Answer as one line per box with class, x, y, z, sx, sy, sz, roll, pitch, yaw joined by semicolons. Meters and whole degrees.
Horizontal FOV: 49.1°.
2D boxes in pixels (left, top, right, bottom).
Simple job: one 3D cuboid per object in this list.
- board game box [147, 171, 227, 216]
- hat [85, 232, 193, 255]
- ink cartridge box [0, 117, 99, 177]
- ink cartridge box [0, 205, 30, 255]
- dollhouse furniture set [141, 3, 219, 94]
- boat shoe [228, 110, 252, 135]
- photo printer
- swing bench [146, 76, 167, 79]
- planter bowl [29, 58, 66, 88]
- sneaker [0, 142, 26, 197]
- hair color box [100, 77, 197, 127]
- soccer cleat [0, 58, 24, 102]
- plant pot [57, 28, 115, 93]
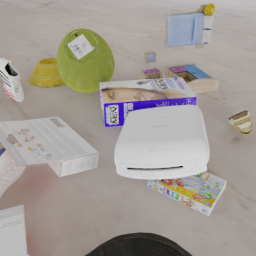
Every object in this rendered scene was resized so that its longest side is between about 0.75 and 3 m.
board game box;1.246;1.183;5.946;1.392;0.238;0.936;20;37;29
hat;0.001;2.467;3.323;2.305;0.930;2.305;-8;32;5
ink cartridge box;-2.022;0.398;6.580;1.868;0.474;2.120;-7;30;-39
ink cartridge box;-2.553;2.289;3.919;2.365;0.529;2.083;-11;35;-17
dollhouse furniture set;1.960;-2.829;9.927;2.624;2.780;1.814;-10;33;-15
boat shoe;3.063;-0.094;7.520;0.586;0.622;1.634;-27;-8;24
photo printer;0.776;0.286;6.406;2.007;0.838;2.413;-4;25;13
swing bench;1.073;-1.364;9.743;0.807;0.526;0.811;-5;37;-9
planter bowl;-3.026;-2.266;10.946;1.777;0.740;1.777;-1;32;0
sneaker;-3.184;0.862;5.913;1.467;0.807;2.004;11;39;9
hair color box;0.540;-0.840;8.575;2.728;0.884;1.491;-6;33;-6
soccer cleat;-3.680;-1.500;8.955;0.659;1.547;0.531;6;39;30
plant pot;-1.398;-2.278;8.948;2.052;2.052;2.193;-3;1;-5
